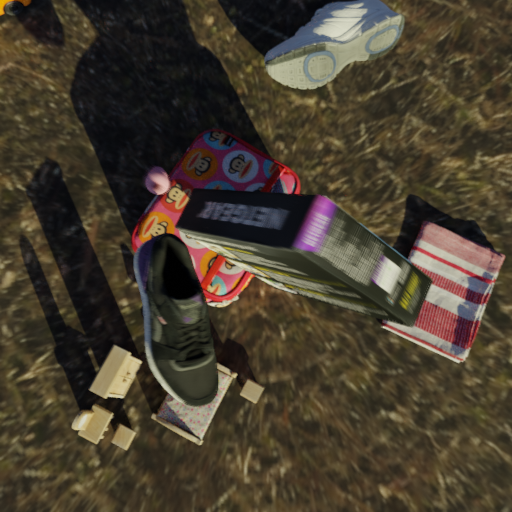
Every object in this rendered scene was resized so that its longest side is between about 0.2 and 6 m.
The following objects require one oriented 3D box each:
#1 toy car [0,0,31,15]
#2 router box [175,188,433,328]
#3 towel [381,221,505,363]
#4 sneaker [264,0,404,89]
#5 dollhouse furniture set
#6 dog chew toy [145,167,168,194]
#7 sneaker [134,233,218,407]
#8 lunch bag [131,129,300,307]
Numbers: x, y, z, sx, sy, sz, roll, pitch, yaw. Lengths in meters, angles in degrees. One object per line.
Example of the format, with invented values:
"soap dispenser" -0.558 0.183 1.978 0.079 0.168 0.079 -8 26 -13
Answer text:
"toy car" -5.353 -6.156 10.529 1.864 1.264 3.799 -6 75 -2
"router box" 0.488 -0.047 7.112 2.064 2.767 0.706 32 79 -34
"towel" 3.058 0.550 9.147 1.433 0.226 1.990 24 76 8
"sneaker" 1.301 -3.922 10.169 2.688 1.001 1.171 -25 64 -14
"dollhouse furniture set" -1.264 2.248 8.218 2.190 1.069 1.867 26 76 7
"dog chew toy" -1.289 -1.008 7.326 0.292 0.292 0.469 -6 36 -2
"sneaker" -0.902 0.781 6.520 0.803 0.929 2.122 -18 91 -23
"lunch bag" -0.496 -0.512 9.075 2.281 1.061 2.589 31 76 3
